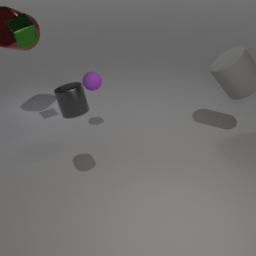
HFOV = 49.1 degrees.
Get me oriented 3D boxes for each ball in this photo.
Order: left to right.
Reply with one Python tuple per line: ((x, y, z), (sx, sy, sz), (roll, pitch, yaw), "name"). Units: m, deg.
((-1.304, -1.706, 10.199), (0.700, 0.700, 0.700), (0, 29, 0), "ball")

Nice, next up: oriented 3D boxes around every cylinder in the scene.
((-4.260, -3.678, 10.507), (1.400, 1.400, 1.400), (5, 12, 9), "cylinder")
((-1.378, -0.687, 6.896), (0.700, 0.700, 0.700), (-11, 25, 5), "cylinder")
((3.948, -1.993, 10.164), (1.400, 1.400, 1.400), (-39, 18, 16), "cylinder")

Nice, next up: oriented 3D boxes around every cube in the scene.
((-3.476, -3.183, 9.216), (0.700, 0.700, 0.700), (-32, 66, -19), "cube")
